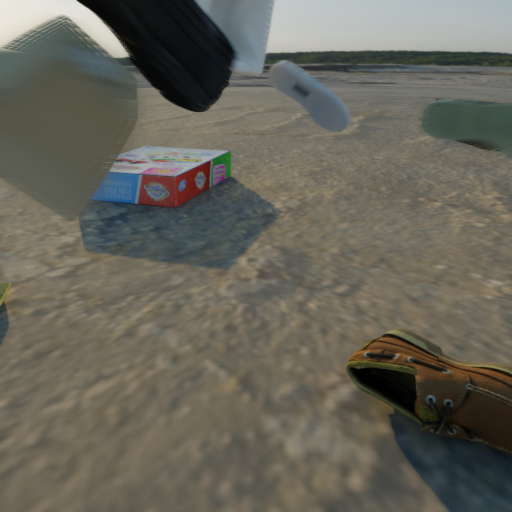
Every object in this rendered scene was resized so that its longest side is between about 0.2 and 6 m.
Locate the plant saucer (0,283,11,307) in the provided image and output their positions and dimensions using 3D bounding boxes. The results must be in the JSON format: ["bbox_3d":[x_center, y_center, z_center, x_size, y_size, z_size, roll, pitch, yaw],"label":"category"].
[{"bbox_3d":[-3.353,0.558,6.676,0.732,0.177,0.732,-5,21,-11],"label":"plant saucer"}]

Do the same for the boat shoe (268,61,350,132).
[{"bbox_3d":[1.040,-2.991,10.350,1.756,0.623,0.613,34,40,-2],"label":"boat shoe"}]

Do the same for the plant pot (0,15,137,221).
[{"bbox_3d":[-1.770,-1.337,5.060,1.132,1.278,1.277,-35,40,20],"label":"plant pot"}]

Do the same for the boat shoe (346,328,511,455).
[{"bbox_3d":[1.526,1.173,4.442,0.653,0.691,1.922,-18,18,-29],"label":"boat shoe"}]

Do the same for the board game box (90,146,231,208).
[{"bbox_3d":[-2.189,-1.854,12.516,2.376,0.626,3.106,7,21,17],"label":"board game box"}]

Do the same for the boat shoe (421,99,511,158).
[{"bbox_3d":[3.815,-2.067,8.902,2.260,0.806,0.680,19,23,21],"label":"boat shoe"}]

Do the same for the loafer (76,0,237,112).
[{"bbox_3d":[-0.764,-1.779,3.655,0.662,0.684,1.949,28,-11,40],"label":"loafer"}]

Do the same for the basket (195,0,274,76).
[{"bbox_3d":[-0.584,-4.116,9.340,1.312,1.936,1.194,-1,19,-37],"label":"basket"}]
